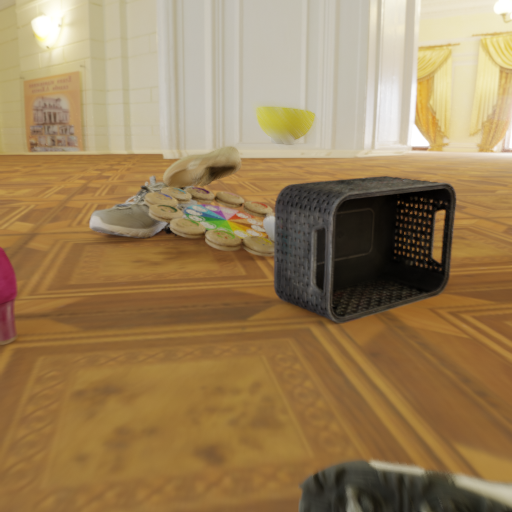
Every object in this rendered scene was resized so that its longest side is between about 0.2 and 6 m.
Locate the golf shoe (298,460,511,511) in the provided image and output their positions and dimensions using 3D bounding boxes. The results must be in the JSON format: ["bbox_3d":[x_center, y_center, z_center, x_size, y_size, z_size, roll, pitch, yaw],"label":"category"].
[{"bbox_3d":[1.517,1.602,2.855,2.623,1.020,1.239,13,8,18],"label":"golf shoe"}]

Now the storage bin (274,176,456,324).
[{"bbox_3d":[1.617,-0.196,8.229,2.578,1.743,1.209,-10,17,-34],"label":"storage bin"}]

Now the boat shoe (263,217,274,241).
[{"bbox_3d":[0.769,-0.504,10.681,0.550,0.558,1.575,-30,26,-27],"label":"boat shoe"}]

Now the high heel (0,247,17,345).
[{"bbox_3d":[-4.098,0.492,6.567,2.474,1.189,0.834,-3,14,-13],"label":"high heel"}]

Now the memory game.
[{"bbox_3d":[-0.603,-0.824,11.949,3.531,0.225,3.531,13,20,-5],"label":"memory game"}]

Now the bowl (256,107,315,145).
[{"bbox_3d":[0.561,-2.557,11.151,1.181,0.635,1.181,5,8,-1],"label":"bowl"}]

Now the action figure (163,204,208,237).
[{"bbox_3d":[-1.437,-0.772,12.583,1.605,0.819,0.954,15,18,37],"label":"action figure"}]

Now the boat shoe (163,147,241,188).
[{"bbox_3d":[-1.249,-1.937,12.814,1.853,0.660,0.598,-20,47,8],"label":"boat shoe"}]

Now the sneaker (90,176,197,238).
[{"bbox_3d":[-2.634,-1.221,13.259,1.215,1.333,3.251,8,16,30],"label":"sneaker"}]
